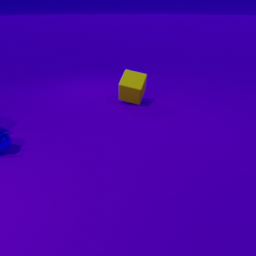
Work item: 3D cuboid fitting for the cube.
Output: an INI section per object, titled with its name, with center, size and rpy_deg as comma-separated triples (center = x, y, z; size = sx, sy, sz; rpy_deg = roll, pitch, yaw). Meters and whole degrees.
[cube]
center = 0.170, -1.505, 10.325
size = 0.831, 0.831, 0.831
rpy_deg = 15, 55, 8

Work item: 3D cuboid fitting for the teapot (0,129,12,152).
[teapot]
center = -3.256, 0.269, 6.929
size = 0.747, 0.588, 1.202
rpy_deg = -10, 20, -44
